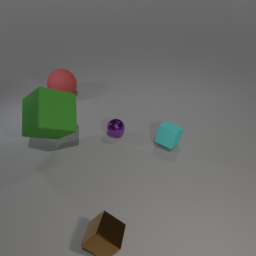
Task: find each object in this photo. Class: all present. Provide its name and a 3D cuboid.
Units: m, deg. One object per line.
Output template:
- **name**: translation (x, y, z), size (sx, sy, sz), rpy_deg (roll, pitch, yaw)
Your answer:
- **ball**: translation (-3.148, -2.117, 13.364), size (1.400, 1.400, 1.400), rpy_deg (0, 33, 0)
- **cube**: translation (1.497, 0.250, 10.186), size (0.700, 0.700, 0.700), rpy_deg (25, 24, 26)
- **cube**: translation (-2.745, -0.458, 9.753), size (1.400, 1.400, 1.400), rpy_deg (7, -18, -41)
- **ball**: translation (-0.472, -0.012, 10.816), size (0.700, 0.700, 0.700), rpy_deg (0, 33, 0)
- **cube**: translation (-0.571, 2.548, 6.666), size (0.700, 0.700, 0.700), rpy_deg (37, 32, -13)
